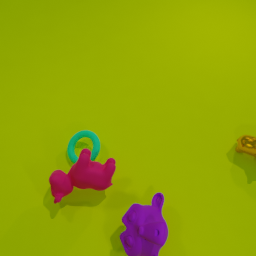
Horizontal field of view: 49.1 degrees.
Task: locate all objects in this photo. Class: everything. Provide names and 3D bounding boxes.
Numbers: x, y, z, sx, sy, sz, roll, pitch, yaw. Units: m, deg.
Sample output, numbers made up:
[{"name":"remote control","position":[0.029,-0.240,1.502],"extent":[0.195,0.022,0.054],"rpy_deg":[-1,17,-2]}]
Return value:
[{"name":"cow figurine","position":[-1.203,1.356,7.305],"extent":[1.600,0.878,1.575],"rpy_deg":[21,101,-8]},{"name":"monkey head","position":[0.571,2.434,6.570],"extent":[1.164,1.390,1.932],"rpy_deg":[23,66,-38]},{"name":"ring","position":[-1.291,0.572,8.136],"extent":[1.055,0.211,1.055],"rpy_deg":[-7,70,19]},{"name":"cow figurine","position":[3.691,0.496,7.805],"extent":[1.252,1.232,0.687],"rpy_deg":[18,77,13]}]
